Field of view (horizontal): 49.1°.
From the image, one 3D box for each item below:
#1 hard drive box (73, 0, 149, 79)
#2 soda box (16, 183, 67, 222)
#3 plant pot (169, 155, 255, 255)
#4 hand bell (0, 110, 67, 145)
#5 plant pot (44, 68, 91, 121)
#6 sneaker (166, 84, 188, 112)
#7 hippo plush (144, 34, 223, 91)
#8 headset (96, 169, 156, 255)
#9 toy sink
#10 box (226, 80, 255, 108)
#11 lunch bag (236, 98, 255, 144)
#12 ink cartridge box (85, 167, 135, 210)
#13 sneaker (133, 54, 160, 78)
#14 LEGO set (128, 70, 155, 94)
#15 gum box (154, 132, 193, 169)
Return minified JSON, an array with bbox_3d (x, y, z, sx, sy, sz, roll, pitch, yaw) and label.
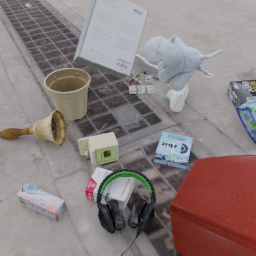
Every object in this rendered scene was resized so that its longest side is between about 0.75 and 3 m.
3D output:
[{"bbox_3d":[-0.683,-3.742,11.341,2.224,2.854,1.096,18,-3,-22],"label":"hard drive box"},{"bbox_3d":[-2.620,2.246,8.508,1.482,0.471,0.507,18,46,18],"label":"soda box"},{"bbox_3d":[2.574,2.287,7.036,2.441,2.770,2.767,12,42,31],"label":"plant pot"},{"bbox_3d":[-3.776,0.106,10.607,2.541,1.323,1.323,-5,41,11],"label":"hand bell"},{"bbox_3d":[-2.378,-1.289,11.525,1.818,1.664,1.818,0,42,0],"label":"plant pot"},{"bbox_3d":[2.052,-1.333,12.414,0.881,0.749,1.992,5,35,24],"label":"sneaker"},{"bbox_3d":[1.560,-2.283,9.946,1.947,1.929,2.422,-5,29,-47],"label":"hippo plush"},{"bbox_3d":[-0.024,2.385,7.715,1.700,1.294,2.754,-1,60,-3],"label":"headset"},{"bbox_3d":[-1.024,0.784,9.854,1.284,0.837,0.720,-10,44,-13],"label":"toy sink"},{"bbox_3d":[5.709,-1.137,12.105,2.024,0.639,2.566,-4,43,-3],"label":"box"},{"bbox_3d":[5.161,-0.304,10.415,1.480,1.741,1.109,-27,7,-5],"label":"lunch bag"},{"bbox_3d":[-0.548,1.896,8.829,1.315,0.548,0.955,14,44,15],"label":"ink cartridge box"},{"bbox_3d":[1.205,-3.289,14.535,2.068,0.750,1.179,37,47,25],"label":"sneaker"},{"bbox_3d":[0.618,-2.181,13.622,1.198,0.394,1.604,-2,54,-2],"label":"LEGO set"},{"bbox_3d":[1.678,0.788,10.240,1.172,0.307,1.379,12,43,13],"label":"gum box"}]
